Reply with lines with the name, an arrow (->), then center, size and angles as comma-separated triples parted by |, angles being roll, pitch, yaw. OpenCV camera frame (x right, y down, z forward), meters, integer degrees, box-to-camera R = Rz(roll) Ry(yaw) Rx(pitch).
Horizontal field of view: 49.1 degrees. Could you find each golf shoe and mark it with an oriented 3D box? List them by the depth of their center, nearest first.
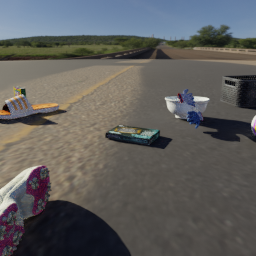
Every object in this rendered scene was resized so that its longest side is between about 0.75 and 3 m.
golf shoe -> -1.762, 1.072, 4.024 | 0.912, 0.750, 1.992 | -1, 15, 7

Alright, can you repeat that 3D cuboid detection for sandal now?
sandal -> -3.808, -0.894, 10.433 | 0.992, 0.742, 2.589 | 16, 23, 42

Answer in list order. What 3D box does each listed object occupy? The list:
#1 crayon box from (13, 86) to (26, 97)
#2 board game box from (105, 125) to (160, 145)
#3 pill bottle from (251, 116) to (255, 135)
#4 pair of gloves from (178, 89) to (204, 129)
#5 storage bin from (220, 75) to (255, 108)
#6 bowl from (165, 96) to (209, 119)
crayon box -> -4.730, -1.430, 12.279 | 0.237, 0.701, 0.813 | -15, 22, -40
board game box -> 0.140, 0.173, 7.881 | 1.316, 0.185, 0.890 | 8, 18, 23
pill bottle -> 3.972, 0.068, 7.233 | 0.753, 0.753, 1.444 | -6, 17, -18
pair of gloves -> 1.934, -0.594, 8.607 | 0.146, 1.278, 1.028 | -25, -8, 37
storage bin -> 5.529, -1.656, 12.280 | 2.471, 1.158, 1.671 | -3, 17, -13
bowl -> 2.050, -0.711, 9.841 | 1.538, 0.691, 1.538 | 1, 12, 0
